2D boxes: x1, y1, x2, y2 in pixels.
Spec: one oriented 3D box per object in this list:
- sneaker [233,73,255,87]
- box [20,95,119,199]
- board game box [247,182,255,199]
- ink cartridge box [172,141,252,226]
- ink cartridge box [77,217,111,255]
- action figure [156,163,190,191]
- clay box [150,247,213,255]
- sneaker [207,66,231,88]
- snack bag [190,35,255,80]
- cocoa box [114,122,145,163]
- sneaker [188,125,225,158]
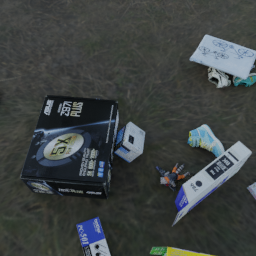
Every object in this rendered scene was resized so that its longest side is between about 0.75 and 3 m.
[{"bbox_3d":[4.455,-1.736,10.318,1.163,0.451,0.463,-3,78,4],"label":"sneaker"},{"bbox_3d":[-1.555,0.516,8.380,2.292,1.205,2.799,5,59,4],"label":"box"},{"bbox_3d":[4.153,1.911,8.116,0.953,0.196,0.950,-23,61,-13],"label":"board game box"},{"bbox_3d":[2.123,1.525,7.683,2.703,1.344,0.530,-33,63,-20],"label":"ink cartridge box"},{"bbox_3d":[-0.864,3.096,7.325,0.631,0.297,1.343,-17,60,-11],"label":"ink cartridge box"},{"bbox_3d":[1.265,1.342,8.326,0.890,0.481,0.921,-31,62,-27],"label":"action figure"},{"bbox_3d":[1.629,3.307,6.613,2.237,1.285,0.532,7,59,5],"label":"clay box"},{"bbox_3d":[3.183,-2.040,10.380,0.600,0.502,1.355,-19,60,-14],"label":"sneaker"},{"bbox_3d":[3.695,-2.703,10.646,2.217,0.252,2.352,24,47,13],"label":"snack bag"},{"bbox_3d":[0.053,0.428,8.486,0.640,0.629,0.959,35,36,-19],"label":"cocoa box"},{"bbox_3d":[2.381,0.535,8.797,0.855,0.521,1.309,-17,50,-13],"label":"sneaker"}]
